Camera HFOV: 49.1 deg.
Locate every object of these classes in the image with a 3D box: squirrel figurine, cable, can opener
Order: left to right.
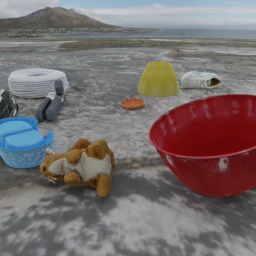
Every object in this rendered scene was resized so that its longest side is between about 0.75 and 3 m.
[{"bbox_3d":[-4.269,-2.206,13.469,2.747,0.951,2.746,-1,22,-2],"label":"cable"},{"bbox_3d":[-3.002,-1.187,10.987,0.770,0.965,2.885,-1,22,-3],"label":"can opener"},{"bbox_3d":[-1.124,0.815,6.347,1.512,1.146,1.620,-7,7,10],"label":"squirrel figurine"}]

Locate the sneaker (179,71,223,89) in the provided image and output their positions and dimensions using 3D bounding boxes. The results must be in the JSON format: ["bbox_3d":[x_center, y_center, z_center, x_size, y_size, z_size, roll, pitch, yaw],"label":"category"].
[{"bbox_3d":[3.676,-2.385,14.118,2.180,0.834,0.881,-7,26,-11],"label":"sneaker"}]

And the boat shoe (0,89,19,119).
[{"bbox_3d":[-4.588,-0.762,10.381,0.952,1.011,2.815,32,1,-26],"label":"boat shoe"}]

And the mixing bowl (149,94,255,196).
[{"bbox_3d":[1.900,0.468,5.952,2.696,1.460,2.696,-14,23,6],"label":"mixing bowl"}]

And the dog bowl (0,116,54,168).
[{"bbox_3d":[-2.964,0.350,7.726,1.395,0.621,2.504,-16,27,-35],"label":"dog bowl"}]

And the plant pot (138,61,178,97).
[{"bbox_3d":[1.462,-2.436,13.459,1.969,1.398,1.969,0,23,0],"label":"plant pot"}]

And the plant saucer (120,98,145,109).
[{"bbox_3d":[0.188,-0.998,11.534,1.042,0.168,1.042,-3,25,1],"label":"plant saucer"}]
